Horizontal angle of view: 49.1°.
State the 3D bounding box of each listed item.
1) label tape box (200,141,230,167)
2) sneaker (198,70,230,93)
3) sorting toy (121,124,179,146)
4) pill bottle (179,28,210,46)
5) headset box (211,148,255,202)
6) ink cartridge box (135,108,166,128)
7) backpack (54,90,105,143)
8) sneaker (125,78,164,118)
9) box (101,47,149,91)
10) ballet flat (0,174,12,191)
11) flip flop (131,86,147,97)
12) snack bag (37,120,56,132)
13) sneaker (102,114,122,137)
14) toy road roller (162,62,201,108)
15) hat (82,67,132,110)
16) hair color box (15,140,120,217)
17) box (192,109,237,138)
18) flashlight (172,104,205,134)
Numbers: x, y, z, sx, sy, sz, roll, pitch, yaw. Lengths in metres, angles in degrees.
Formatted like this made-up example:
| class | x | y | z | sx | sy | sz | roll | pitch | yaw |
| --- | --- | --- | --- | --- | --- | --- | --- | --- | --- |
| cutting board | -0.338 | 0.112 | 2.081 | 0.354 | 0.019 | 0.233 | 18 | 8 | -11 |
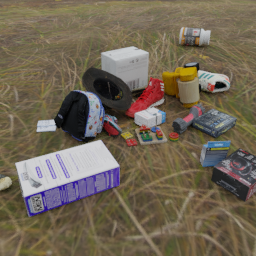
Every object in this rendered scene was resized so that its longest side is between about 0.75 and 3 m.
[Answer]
| class | x | y | z | sx | sy | sz | roll | pitch | yaw |
| --- | --- | --- | --- | --- | --- | --- | --- | --- | --- |
| label tape box | 2.836 | 0.766 | 9.166 | 0.752 | 1.050 | 0.347 | -3 | 34 | -5 |
| sneaker | 3.919 | -2.299 | 14.121 | 2.480 | 0.873 | 1.159 | 7 | 28 | 6 |
| sorting toy | 0.806 | 0.186 | 10.729 | 2.118 | 0.358 | 1.021 | -6 | 33 | -9 |
| pill bottle | 4.949 | -6.746 | 20.754 | 2.120 | 1.234 | 1.234 | 9 | 34 | 16 |
| headset box | 3.445 | 1.411 | 8.563 | 1.628 | 0.611 | 1.210 | -25 | 40 | -34 |
| ink cartridge box | 0.907 | -0.418 | 11.494 | 1.055 | 0.453 | 0.772 | -18 | 33 | -37 |
| backpack | -1.687 | -0.537 | 10.596 | 1.805 | 1.719 | 1.390 | 24 | 22 | 31 |
| sneaker | 0.750 | -1.471 | 12.353 | 0.942 | 1.389 | 2.404 | 22 | 39 | 30 |
| box | -0.149 | -2.745 | 13.779 | 1.984 | 1.995 | 1.304 | -22 | 38 | -30 |
| ballet flat | -4.372 | 1.493 | 8.514 | 1.864 | 0.529 | 0.619 | 11 | 34 | 16 |
| flip flop | 0.930 | -1.828 | 13.655 | 1.569 | 0.636 | 0.452 | -6 | 41 | 1 |
| snack bag | -3.310 | -0.092 | 11.410 | 0.784 | 0.089 | 0.831 | -3 | 33 | -5 |
| sneaker | -0.668 | -0.220 | 11.120 | 0.761 | 0.631 | 1.592 | -22 | 39 | -33 |
| toy road roller | 2.464 | -2.042 | 13.252 | 1.803 | 1.518 | 2.470 | -4 | 27 | 19 |
| hat | -1.025 | -1.457 | 12.024 | 2.439 | 0.984 | 2.439 | 24 | 44 | -25 |
| hair color box | -1.776 | 1.395 | 8.362 | 2.736 | 0.887 | 1.496 | -13 | 36 | -23 |
| box | 3.507 | -0.232 | 11.359 | 1.471 | 0.375 | 1.160 | -26 | 40 | -35 |
| flashlight | 2.464 | -0.428 | 11.444 | 0.609 | 0.612 | 1.800 | 31 | 42 | 33 |
